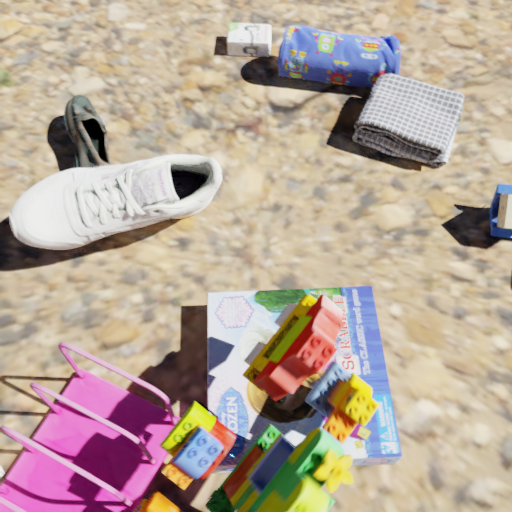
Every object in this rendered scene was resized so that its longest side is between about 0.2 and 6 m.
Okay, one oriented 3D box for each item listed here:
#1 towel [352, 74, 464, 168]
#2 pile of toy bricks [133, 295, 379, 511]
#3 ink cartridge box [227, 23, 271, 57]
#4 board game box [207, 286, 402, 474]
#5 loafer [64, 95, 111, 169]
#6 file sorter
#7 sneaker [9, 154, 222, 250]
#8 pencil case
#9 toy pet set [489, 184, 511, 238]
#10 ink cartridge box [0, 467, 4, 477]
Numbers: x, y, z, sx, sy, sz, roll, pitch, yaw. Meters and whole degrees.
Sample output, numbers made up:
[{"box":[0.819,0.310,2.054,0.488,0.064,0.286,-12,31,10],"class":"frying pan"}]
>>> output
[{"box":[2.486,-2.204,9.031,1.548,0.662,1.282,21,62,12],"class":"towel"},{"box":[0.093,2.220,5.007,2.000,1.780,3.605,40,79,-8],"class":"pile of toy bricks"},{"box":[-0.121,-3.978,10.313,0.770,0.323,0.560,3,59,2],"class":"ink cartridge box"},{"box":[0.491,1.456,6.912,2.193,0.452,2.198,-3,59,-2],"class":"board game box"},{"box":[-2.543,-1.876,8.756,0.657,0.575,1.829,11,51,-44],"class":"loafer"},{"box":[-1.996,2.234,5.913,1.496,1.350,2.153,23,61,13],"class":"file sorter"},{"box":[-1.816,-0.874,7.506,2.893,1.441,1.083,-18,91,-21],"class":"sneaker"},{"box":[1.456,-3.456,9.674,2.148,0.838,0.933,8,84,4],"class":"pencil case"},{"box":[4.135,-0.475,7.981,1.416,0.806,1.517,6,97,11],"class":"toy pet set"},{"box":[-3.684,2.195,6.395,0.973,0.562,1.337,-32,64,-18],"class":"ink cartridge box"}]
